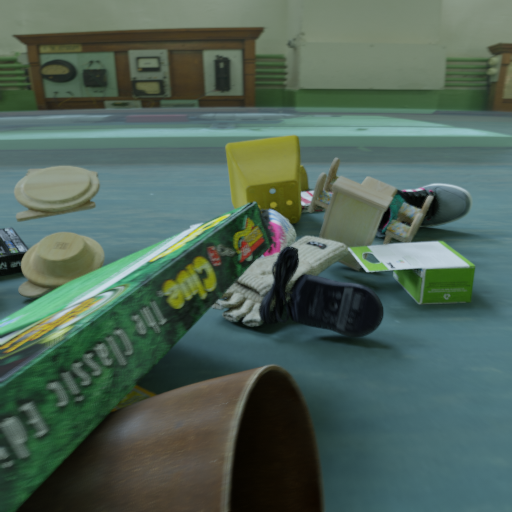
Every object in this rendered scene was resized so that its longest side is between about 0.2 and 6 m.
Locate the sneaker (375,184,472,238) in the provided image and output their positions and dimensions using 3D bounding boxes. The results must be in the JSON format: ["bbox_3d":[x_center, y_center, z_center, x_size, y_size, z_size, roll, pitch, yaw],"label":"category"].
[{"bbox_3d":[3.086,-1.001,11.620,2.611,1.092,1.577,-1,12,21],"label":"sneaker"}]

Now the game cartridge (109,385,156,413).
[{"bbox_3d":[-1.307,1.528,5.800,0.568,0.092,0.501,13,23,36],"label":"game cartridge"}]

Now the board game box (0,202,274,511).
[{"bbox_3d":[-2.098,1.010,4.557,3.118,0.698,5.951,-23,9,25],"label":"board game box"}]

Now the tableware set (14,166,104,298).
[{"bbox_3d":[-4.142,-0.387,9.278,3.235,0.449,3.873,-9,41,-15],"label":"tableware set"}]

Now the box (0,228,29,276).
[{"bbox_3d":[-5.008,-0.019,9.887,1.701,0.419,1.762,-14,24,-30],"label":"box"}]

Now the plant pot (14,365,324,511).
[{"bbox_3d":[-0.652,1.627,3.556,1.799,1.681,1.681,-10,15,20],"label":"plant pot"}]

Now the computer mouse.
[{"bbox_3d":[0.898,0.572,7.321,1.541,1.067,0.406,18,-4,13],"label":"computer mouse"}]

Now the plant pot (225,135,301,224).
[{"bbox_3d":[0.266,-1.511,12.364,1.651,1.650,1.456,-7,39,-3],"label":"plant pot"}]

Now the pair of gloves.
[{"bbox_3d":[-0.377,0.183,8.967,2.993,0.525,2.545,12,27,36],"label":"pair of gloves"}]

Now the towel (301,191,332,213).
[{"bbox_3d":[1.120,-1.414,14.240,2.273,0.259,1.637,-7,19,-19],"label":"towel"}]

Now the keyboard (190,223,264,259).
[{"bbox_3d":[-0.223,-0.253,10.922,0.963,0.182,3.420,-10,21,-27],"label":"keyboard"}]

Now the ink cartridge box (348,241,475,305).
[{"bbox_3d":[2.346,0.260,8.734,1.633,0.619,1.207,-3,19,-5],"label":"ink cartridge box"}]

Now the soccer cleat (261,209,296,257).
[{"bbox_3d":[0.453,-0.333,9.998,0.717,0.580,1.661,18,27,-18],"label":"soccer cleat"}]

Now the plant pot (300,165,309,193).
[{"bbox_3d":[1.069,-2.214,15.890,0.688,0.704,0.684,9,21,26],"label":"plant pot"}]

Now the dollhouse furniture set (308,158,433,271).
[{"bbox_3d":[1.989,-0.983,10.024,1.986,1.407,2.162,26,42,15],"label":"dollhouse furniture set"}]
